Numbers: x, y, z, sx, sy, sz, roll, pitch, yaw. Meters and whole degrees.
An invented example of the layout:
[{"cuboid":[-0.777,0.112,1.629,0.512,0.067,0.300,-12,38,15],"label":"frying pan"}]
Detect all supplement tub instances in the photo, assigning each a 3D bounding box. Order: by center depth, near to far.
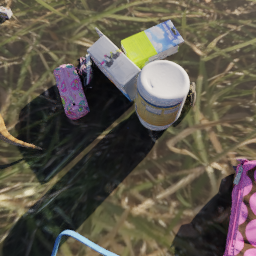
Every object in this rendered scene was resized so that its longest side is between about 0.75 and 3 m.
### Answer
[{"cuboid":[0.971,-0.897,8.537,1.464,2.023,1.464,0,64,-1],"label":"supplement tub"}]

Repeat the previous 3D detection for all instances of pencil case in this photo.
[{"cuboid":[3.287,2.337,7.438,1.394,1.350,2.975,31,61,-25],"label":"pencil case"},{"cuboid":[-1.902,-1.228,9.380,0.831,0.831,1.900,-17,65,-8],"label":"pencil case"}]

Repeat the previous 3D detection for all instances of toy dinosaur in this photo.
[{"cuboid":[-4.230,-0.075,8.802,1.551,0.882,2.920,-36,70,-17],"label":"toy dinosaur"}]

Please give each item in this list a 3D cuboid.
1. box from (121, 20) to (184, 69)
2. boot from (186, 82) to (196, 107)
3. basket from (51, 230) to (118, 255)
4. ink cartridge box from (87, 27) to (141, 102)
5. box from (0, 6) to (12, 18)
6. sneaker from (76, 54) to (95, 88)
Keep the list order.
[{"cuboid":[0.886,-3.047,10.283,2.003,0.477,1.222,-25,67,-3],"label":"box"},{"cuboid":[1.933,-1.174,9.587,0.750,0.364,0.996,5,61,1],"label":"boot"},{"cuboid":[-1.024,3.804,6.373,2.135,1.684,2.421,24,98,10],"label":"basket"},{"cuboid":[-0.485,-2.116,9.413,0.800,1.357,2.358,-42,70,-1],"label":"ink cartridge box"},{"cuboid":[-5.433,-4.776,11.326,1.468,0.304,0.284,16,66,6],"label":"box"},{"cuboid":[-1.539,-1.972,9.947,0.608,0.566,1.408,-10,57,9],"label":"sneaker"}]
